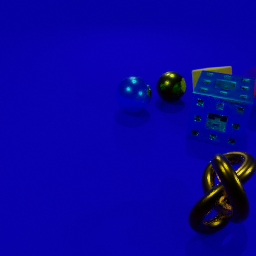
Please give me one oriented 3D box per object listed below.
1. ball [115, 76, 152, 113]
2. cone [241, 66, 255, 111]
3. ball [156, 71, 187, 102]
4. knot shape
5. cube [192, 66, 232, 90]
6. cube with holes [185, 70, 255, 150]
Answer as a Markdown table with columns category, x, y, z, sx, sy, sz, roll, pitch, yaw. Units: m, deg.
| category | x | y | z | sx | sy | sz | roll | pitch | yaw |
| --- | --- | --- | --- | --- | --- | --- | --- | --- | --- |
| ball | 0.151 | -0.942 | 7.896 | 1.035 | 1.035 | 1.035 | 0 | 36 | 0 |
| cone | 3.917 | -0.859 | 8.017 | 1.370 | 1.364 | 1.364 | 20 | 35 | -10 |
| ball | 1.294 | -1.241 | 8.411 | 0.914 | 0.914 | 0.914 | 0 | 36 | 0 |
| knot shape | 1.634 | 0.958 | 4.750 | 0.753 | 1.631 | 1.526 | 21 | 47 | 14 |
| cube | 2.504 | -1.352 | 8.318 | 0.824 | 0.824 | 0.824 | -16 | 16 | -37 |
| cube with holes | 2.315 | -0.495 | 7.063 | 1.318 | 1.318 | 1.318 | 13 | 38 | 17 |
